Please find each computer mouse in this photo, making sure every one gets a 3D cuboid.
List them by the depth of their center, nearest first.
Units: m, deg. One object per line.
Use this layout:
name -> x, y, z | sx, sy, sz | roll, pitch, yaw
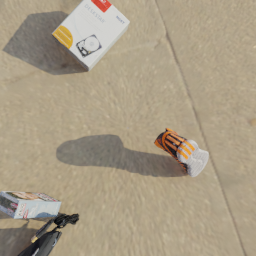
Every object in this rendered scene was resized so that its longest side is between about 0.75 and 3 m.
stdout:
computer mouse -> -1.897, 2.627, 6.230 | 1.883, 1.322, 0.433 | -39, 71, -7

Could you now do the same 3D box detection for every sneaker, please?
sneaker -> 1.294, 0.515, 6.844 | 0.715, 1.844, 1.033 | -49, 52, -6

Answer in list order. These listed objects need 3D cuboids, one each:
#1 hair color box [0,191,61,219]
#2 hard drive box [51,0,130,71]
hair color box -> -2.214, 1.736, 6.364 | 0.644, 1.301, 0.394 | 14, 83, 30
hard drive box -> -1.029, -2.711, 7.852 | 1.349, 0.665, 1.731 | 41, 86, -6
